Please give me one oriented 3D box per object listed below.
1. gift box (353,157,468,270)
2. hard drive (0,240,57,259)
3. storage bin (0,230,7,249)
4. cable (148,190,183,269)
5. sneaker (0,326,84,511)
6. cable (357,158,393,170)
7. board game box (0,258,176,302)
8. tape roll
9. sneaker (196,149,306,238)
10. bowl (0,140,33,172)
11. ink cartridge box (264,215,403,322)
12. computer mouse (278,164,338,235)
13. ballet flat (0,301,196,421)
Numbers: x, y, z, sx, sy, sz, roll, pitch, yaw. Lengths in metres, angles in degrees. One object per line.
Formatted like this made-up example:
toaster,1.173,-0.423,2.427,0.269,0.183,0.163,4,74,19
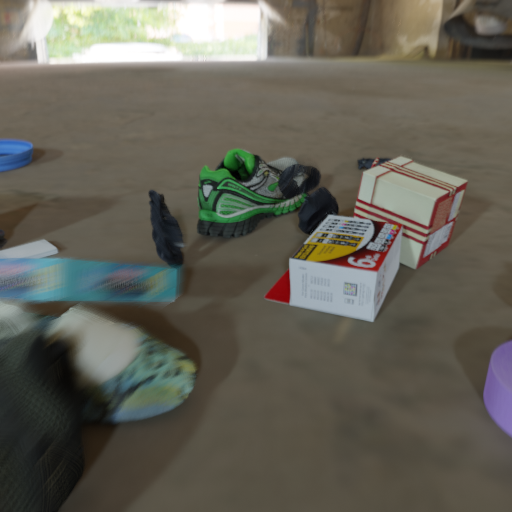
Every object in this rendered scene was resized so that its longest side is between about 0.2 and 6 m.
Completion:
gift box,2.376,-0.729,8.986,1.413,1.396,1.513,27,31,31
hard drive,-3.657,-0.046,8.888,0.811,0.108,0.535,-20,30,-37
storage bin,-5.079,-0.614,8.764,1.819,1.222,1.324,0,23,-1
cable,-1.405,-0.399,8.386,0.305,1.202,0.980,-13,23,8
sneaker,-2.737,1.262,4.620,3.251,1.243,1.862,13,25,22
cable,3.010,-2.229,13.717,1.055,0.268,0.860,1,19,8
board game box,-1.897,0.280,6.037,1.285,0.399,1.702,0,-4,30
tape roll,2.930,1.328,5.366,1.352,0.444,1.352,1,24,0
sneaker,0.053,-1.377,10.405,1.210,1.321,3.101,13,26,27
bowl,-6.677,-2.492,14.054,2.072,0.407,2.072,0,24,0
ink cartridge box,1.106,0.075,7.834,1.538,0.735,1.752,9,26,21
computer mouse,0.756,-0.912,8.655,0.448,0.771,2.631,48,4,20
ballet flat,-2.063,0.935,5.521,2.915,1.082,1.082,3,24,10
